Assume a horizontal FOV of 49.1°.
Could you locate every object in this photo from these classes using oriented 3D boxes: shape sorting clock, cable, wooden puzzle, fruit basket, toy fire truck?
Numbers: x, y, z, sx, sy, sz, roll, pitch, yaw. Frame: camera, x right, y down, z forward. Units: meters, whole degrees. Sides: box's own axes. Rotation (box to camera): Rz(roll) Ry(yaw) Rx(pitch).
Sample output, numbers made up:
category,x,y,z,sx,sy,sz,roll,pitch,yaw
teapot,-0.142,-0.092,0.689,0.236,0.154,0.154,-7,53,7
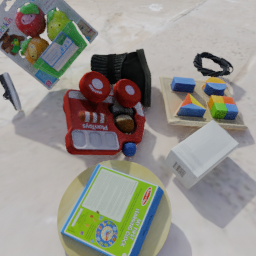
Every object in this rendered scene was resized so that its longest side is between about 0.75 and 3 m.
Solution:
category,x,y,z,sx,sy,sz,roll,pitch,yaw
shape sorting clock,-0.258,1.556,5.154,2.101,0.412,2.101,-5,54,7
cable,2.566,-1.969,8.795,1.059,0.330,1.298,-26,54,-21
wooden puzzle,1.987,-0.844,7.616,2.053,0.513,2.216,4,42,-8
fruit basket,-2.477,-2.665,7.867,2.299,2.482,1.163,-46,22,8
toy fire truck,-0.491,-0.169,6.505,2.130,1.194,1.789,6,61,-35

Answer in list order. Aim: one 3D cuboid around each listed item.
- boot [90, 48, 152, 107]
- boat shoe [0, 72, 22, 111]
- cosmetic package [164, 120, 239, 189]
category,x,y,z,sx,sy,sz,roll,pitch,yaw
boot,-0.219,-1.391,8.144,1.684,0.847,2.252,-8,49,-1
boat shoe,-3.257,-0.953,7.641,0.366,1.104,0.386,-20,9,-5
cosmetic package,1.608,0.544,6.127,1.467,0.595,0.828,-28,65,-29
